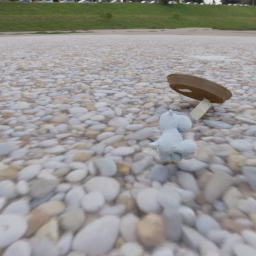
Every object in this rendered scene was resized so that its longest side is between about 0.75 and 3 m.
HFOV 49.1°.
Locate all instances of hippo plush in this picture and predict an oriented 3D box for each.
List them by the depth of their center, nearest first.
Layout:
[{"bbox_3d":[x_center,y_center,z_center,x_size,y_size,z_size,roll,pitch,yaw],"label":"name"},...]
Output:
[{"bbox_3d":[0.953,0.174,6.350,1.227,0.977,0.987,7,65,-9],"label":"hippo plush"}]

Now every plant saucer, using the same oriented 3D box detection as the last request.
[{"bbox_3d":[2.438,-1.329,9.823,2.338,0.344,2.338,19,-1,0],"label":"plant saucer"}]

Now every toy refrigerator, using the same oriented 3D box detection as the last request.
[{"bbox_3d":[2.458,-0.630,9.369,0.371,0.402,1.060,44,34,7],"label":"toy refrigerator"}]
